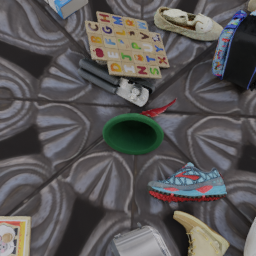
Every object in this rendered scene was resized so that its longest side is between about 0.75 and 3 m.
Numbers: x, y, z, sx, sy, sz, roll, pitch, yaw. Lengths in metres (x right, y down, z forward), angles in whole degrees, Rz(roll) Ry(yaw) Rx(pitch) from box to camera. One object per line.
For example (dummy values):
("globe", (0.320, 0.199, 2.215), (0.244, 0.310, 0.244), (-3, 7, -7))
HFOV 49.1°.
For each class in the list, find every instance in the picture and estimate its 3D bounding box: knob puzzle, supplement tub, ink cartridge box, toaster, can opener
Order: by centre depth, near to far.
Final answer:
("supplement tub", (4.739, 3.297, 7.022), (2.941, 2.127, 2.127), (26, 74, 16))
("toaster", (0.483, 3.651, 7.518), (1.329, 1.169, 2.057), (-25, 77, -10))
("knob puzzle", (-4.230, 3.806, 7.856), (3.070, 0.426, 3.070), (0, 73, 0))
("can opener", (-0.441, -1.584, 9.550), (2.691, 0.708, 0.894), (26, 39, 6))
("ink cartridge box", (-2.525, -5.145, 10.574), (1.208, 0.704, 1.671), (-41, 77, -12))

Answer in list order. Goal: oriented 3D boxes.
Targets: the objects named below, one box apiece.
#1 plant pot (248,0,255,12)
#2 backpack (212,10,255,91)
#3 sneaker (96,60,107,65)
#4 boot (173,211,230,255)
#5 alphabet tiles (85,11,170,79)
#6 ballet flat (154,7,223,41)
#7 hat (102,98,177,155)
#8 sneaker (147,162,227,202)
("plant pot", (5.337, -4.648, 10.003), (1.681, 1.837, 1.837), (24, 73, 20))
("backpack", (4.007, -2.788, 9.125), (1.612, 2.187, 2.396), (25, 58, 22))
("sneaker", (-0.674, -2.964, 10.004), (0.762, 0.648, 1.722), (32, 69, 22))
("boot", (1.805, 3.319, 7.883), (1.759, 0.640, 1.367), (35, 71, 4))
("alphabet tiles", (0.045, -2.785, 9.440), (2.929, 0.093, 2.437), (-1, 69, -29))
("ballet flat", (2.209, -3.763, 10.074), (2.606, 0.812, 0.879), (11, 76, 3))
("hat", (0.289, -0.350, 9.004), (2.111, 1.749, 1.859), (28, 42, -24))
("sneaker", (1.701, 1.620, 8.426), (2.356, 0.934, 1.125), (2, 62, -8))
